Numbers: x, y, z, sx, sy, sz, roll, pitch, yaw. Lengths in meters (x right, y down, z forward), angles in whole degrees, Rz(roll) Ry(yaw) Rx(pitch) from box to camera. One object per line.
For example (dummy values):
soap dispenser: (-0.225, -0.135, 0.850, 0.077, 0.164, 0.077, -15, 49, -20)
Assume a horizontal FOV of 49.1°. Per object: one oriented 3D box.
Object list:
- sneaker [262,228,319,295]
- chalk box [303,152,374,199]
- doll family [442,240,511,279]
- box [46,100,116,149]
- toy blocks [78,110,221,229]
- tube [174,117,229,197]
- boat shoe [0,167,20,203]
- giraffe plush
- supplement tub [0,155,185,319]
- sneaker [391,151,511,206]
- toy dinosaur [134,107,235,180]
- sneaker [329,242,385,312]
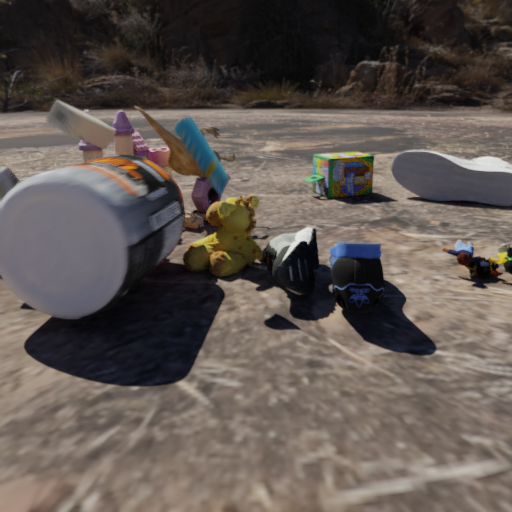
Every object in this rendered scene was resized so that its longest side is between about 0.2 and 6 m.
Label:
sneaker: (0.474, 0.103, 8.621, 0.856, 0.798, 2.160, -6, 11, 12)
chalk box: (2.104, -2.146, 14.777, 1.694, 1.050, 1.057, -6, 19, -19)
doll family: (3.740, 0.097, 8.864, 1.510, 0.593, 0.873, 2, 22, 21)
box: (-3.090, -2.311, 9.962, 0.507, 0.422, 1.234, 33, 7, 19)
toy blocks: (-2.520, -1.871, 11.792, 2.851, 2.400, 2.664, 11, 21, 31)
tube: (-0.741, -1.425, 7.965, 0.295, 1.169, 0.453, -29, -11, -23)
boat shoe: (-3.453, -0.623, 8.683, 0.538, 1.679, 0.619, -34, 28, 11)
giraffe plush: (-0.441, -0.408, 9.268, 1.485, 1.204, 1.281, 2, 18, 7)
supplement tub: (-2.154, -0.458, 8.118, 1.879, 1.879, 3.067, 2, 16, 7)
sneaker: (5.255, -2.068, 14.586, 3.248, 1.197, 1.877, 18, 22, 20)
toy dinosaur: (-1.383, -2.173, 11.949, 1.370, 2.709, 0.789, -15, 48, 31)
sneaker: (1.397, 0.323, 7.927, 0.810, 0.900, 2.309, 3, -3, 12)
